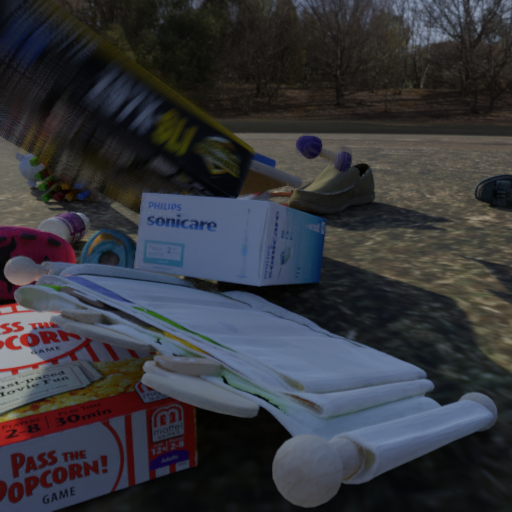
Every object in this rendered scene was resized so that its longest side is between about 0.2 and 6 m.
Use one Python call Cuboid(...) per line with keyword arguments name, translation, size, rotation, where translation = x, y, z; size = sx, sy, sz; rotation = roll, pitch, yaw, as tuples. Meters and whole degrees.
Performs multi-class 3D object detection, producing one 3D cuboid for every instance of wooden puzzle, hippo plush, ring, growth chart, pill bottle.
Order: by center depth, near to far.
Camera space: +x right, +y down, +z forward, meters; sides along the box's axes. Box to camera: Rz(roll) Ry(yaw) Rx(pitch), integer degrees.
Cuboid(name="growth chart", translation=(-0.287, 0.611, 4.521), size=(3.066, 0.376, 4.237), rotation=(11, 4, -43))
Cuboid(name="pill bottle", translation=(-3.299, -0.455, 9.725), size=(0.560, 0.560, 0.998), rotation=(3, 15, 10))
Cuboid(name="wooden puzzle", translation=(-0.606, -1.595, 9.747), size=(2.086, 0.521, 2.252), rotation=(16, -8, -34))
Cuboid(name="ring", translation=(0.513, -1.486, 14.211), size=(2.162, 0.207, 2.162), rotation=(0, 15, 0))
Cuboid(name="hippo plush", translation=(-6.046, -2.593, 16.680), size=(1.690, 1.674, 2.102), rotation=(-28, 13, -2))

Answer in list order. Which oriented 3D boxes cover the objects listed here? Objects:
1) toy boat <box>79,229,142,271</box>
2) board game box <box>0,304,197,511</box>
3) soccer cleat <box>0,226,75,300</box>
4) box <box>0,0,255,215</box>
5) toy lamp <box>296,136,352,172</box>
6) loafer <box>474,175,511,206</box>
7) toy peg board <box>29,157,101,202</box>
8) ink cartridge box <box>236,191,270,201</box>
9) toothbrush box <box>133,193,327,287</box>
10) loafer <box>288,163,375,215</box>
Cuboid(name="toy boat", translation=(-1.625, -0.062, 7.158), size=(1.289, 0.599, 1.083), rotation=(-22, 54, -12))
Cuboid(name="board game box", translation=(-1.782, 1.003, 4.287), size=(1.864, 0.570, 2.461), rotation=(-8, 17, -28))
Cuboid(name="soccer cleat", translation=(-3.678, 0.123, 6.827), size=(2.751, 0.961, 1.188), rotation=(-12, 19, -38))
Cuboid(name="box", translation=(-2.170, -1.746, 7.420), size=(3.480, 0.859, 2.779), rotation=(30, -17, -34))
Cuboid(name="toy lamp", translation=(1.298, -1.972, 10.705), size=(0.452, 0.452, 1.553), rotation=(12, 5, 38))
Cuboid(name="loafer", translation=(6.326, -1.542, 13.515), size=(2.061, 0.741, 0.648), rotation=(-1, 21, -13))
Cuboid(name="toy peg board", translation=(-4.778, -1.939, 13.844), size=(1.452, 1.458, 0.713), rotation=(7, 35, 22))
Cuboid(name="ink cartridge box", translation=(-0.309, -1.210, 11.744), size=(0.746, 0.424, 1.024), rotation=(-32, 38, -23))
Cuboid(name="toothbrush box", translation=(-0.208, -0.177, 6.993), size=(1.611, 0.939, 2.201), rotation=(7, 0, 22))
Cuboid(name="loafer", translation=(1.794, -1.624, 13.146), size=(1.138, 1.009, 2.992), rotation=(12, 19, 36))
